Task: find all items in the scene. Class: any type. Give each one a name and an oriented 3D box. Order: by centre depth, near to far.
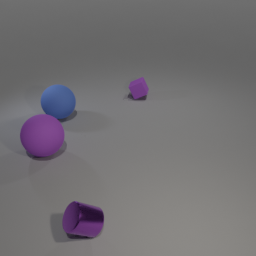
[{"bbox_3d":[-1.026,2.102,6.439,0.700,0.700,0.700,27,12,-36],"label":"cylinder"},{"bbox_3d":[-2.804,0.244,9.213,1.400,1.400,1.400,0,30,0],"label":"ball"},{"bbox_3d":[-2.854,-1.074,11.494,1.400,1.400,1.400,0,30,0],"label":"ball"},{"bbox_3d":[0.522,-1.914,13.440,0.700,0.700,0.700,-20,25,19],"label":"cube"}]
